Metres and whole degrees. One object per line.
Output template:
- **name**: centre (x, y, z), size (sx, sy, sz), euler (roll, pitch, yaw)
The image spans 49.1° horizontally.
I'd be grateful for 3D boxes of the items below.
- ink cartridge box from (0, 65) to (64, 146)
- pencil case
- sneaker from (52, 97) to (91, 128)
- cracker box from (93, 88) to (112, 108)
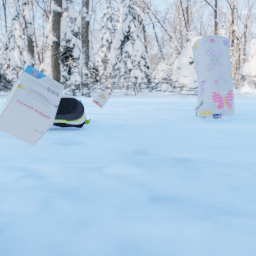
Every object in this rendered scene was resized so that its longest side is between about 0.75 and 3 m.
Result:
- **ink cartridge box**: centre (-1.855, -0.425, 5.329), size (0.816, 1.112, 0.812), euler (31, -50, -26)
- **pencil case**: centre (3.045, -1.747, 10.054), size (1.355, 2.987, 1.242), euler (-3, -6, 20)
- **sneaker**: centre (-2.261, -0.327, 7.883), size (2.411, 0.865, 0.998), euler (8, -30, 12)
- **cracker box**: centre (-1.142, -1.334, 12.441), size (0.520, 0.776, 0.224), euler (36, -3, 14)
